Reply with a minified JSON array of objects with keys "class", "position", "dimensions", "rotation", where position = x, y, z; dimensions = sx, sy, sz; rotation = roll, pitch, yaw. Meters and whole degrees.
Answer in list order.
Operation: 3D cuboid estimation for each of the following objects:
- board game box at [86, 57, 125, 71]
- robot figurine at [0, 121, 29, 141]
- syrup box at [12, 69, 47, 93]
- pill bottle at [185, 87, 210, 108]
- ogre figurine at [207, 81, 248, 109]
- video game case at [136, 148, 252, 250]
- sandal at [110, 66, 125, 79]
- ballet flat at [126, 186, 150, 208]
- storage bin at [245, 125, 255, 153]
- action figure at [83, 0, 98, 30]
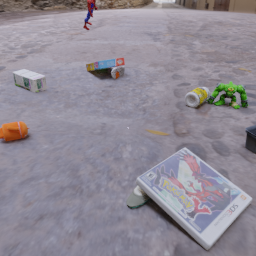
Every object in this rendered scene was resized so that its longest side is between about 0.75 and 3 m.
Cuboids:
[{"class":"board game box","position":[-1.369,-3.734,16.471],"dimensions":[1.618,0.426,2.114],"rotation":[-15,13,-24]},{"class":"robot figurine","position":[-4.102,0.110,10.073],"dimensions":[1.092,0.785,0.637],"rotation":[-12,47,-22]},{"class":"syrup box","position":[-5.119,-2.466,14.574],"dimensions":[1.857,0.731,0.756],"rotation":[22,36,33]},{"class":"pill bottle","position":[3.203,-1.449,12.783],"dimensions":[0.718,0.718,1.281],"rotation":[22,36,34]},{"class":"ogre figurine","position":[4.506,-1.489,12.535],"dimensions":[1.724,1.034,0.846],"rotation":[18,34,31]},{"class":"video game case","position":[1.711,1.618,7.217],"dimensions":[2.096,0.264,2.300],"rotation":[-25,52,-38]},{"class":"sandal","position":[-0.681,-3.233,16.156],"dimensions":[0.461,0.617,1.609],"rotation":[14,24,21]},{"class":"ballet flat","position":[0.546,1.570,7.588],"dimensions":[1.571,0.500,0.530],"rotation":[-24,29,-35]},{"class":"storage bin","position":[4.483,0.335,9.573],"dimensions":[1.093,0.734,0.796],"rotation":[-13,32,-24]},{"class":"action figure","position":[-1.536,-4.914,11.691],"dimensions":[0.454,1.758,0.575],"rotation":[23,60,-2]}]
